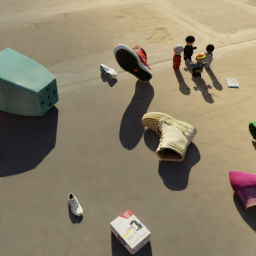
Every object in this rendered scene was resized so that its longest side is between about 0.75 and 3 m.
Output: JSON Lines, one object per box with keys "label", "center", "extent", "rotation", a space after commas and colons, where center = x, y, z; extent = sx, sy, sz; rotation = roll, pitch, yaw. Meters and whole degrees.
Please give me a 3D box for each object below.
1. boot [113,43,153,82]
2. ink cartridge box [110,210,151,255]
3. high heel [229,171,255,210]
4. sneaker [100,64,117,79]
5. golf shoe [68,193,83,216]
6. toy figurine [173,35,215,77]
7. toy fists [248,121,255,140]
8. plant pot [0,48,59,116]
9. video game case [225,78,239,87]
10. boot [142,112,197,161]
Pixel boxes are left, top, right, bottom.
{"label": "boot", "center": [0.158, -3.686, 13.860], "extent": [0.978, 2.701, 1.948], "rotation": [-26, 55, 26]}
{"label": "ink cartridge box", "center": [0.073, 3.042, 8.241], "extent": [0.736, 0.418, 1.009], "rotation": [-31, 51, -29]}
{"label": "high heel", "center": [4.870, 1.691, 9.245], "extent": [2.857, 0.963, 1.373], "rotation": [-11, 54, -7]}
{"label": "sneaker", "center": [-1.045, -2.990, 14.844], "extent": [0.505, 0.444, 1.261], "rotation": [-21, 52, -34]}
{"label": "golf shoe", "center": [-1.707, 2.431, 8.931], "extent": [0.319, 0.397, 0.816], "rotation": [-24, 49, -27]}
{"label": "toy figurine", "center": [3.528, -3.913, 15.068], "extent": [1.986, 1.403, 2.017], "rotation": [29, 50, 28]}
{"label": "toy fists", "center": [5.726, 0.522, 10.724], "extent": [1.217, 0.821, 2.387], "rotation": [-14, 45, -4]}
{"label": "plant pot", "center": [-4.686, -1.842, 12.470], "extent": [2.912, 2.057, 2.058], "rotation": [21, 47, 14]}
{"label": "video game case", "center": [5.332, -2.336, 14.343], "extent": [0.543, 0.068, 0.759], "rotation": [3, 43, 3]}
{"label": "boot", "center": [1.343, 0.333, 10.928], "extent": [2.272, 0.827, 1.766], "rotation": [21, 47, 17]}
